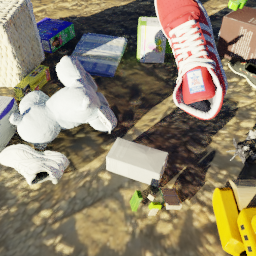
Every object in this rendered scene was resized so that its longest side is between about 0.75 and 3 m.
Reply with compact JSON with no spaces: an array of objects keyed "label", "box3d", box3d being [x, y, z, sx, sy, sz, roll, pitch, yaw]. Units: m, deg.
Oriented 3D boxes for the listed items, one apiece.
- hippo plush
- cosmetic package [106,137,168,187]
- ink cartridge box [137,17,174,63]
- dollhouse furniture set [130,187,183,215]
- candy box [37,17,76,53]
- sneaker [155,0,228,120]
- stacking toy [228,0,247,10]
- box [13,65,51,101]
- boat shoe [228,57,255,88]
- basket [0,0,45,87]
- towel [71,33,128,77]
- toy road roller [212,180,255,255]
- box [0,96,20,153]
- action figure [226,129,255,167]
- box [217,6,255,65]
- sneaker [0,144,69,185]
[{"label":"hippo plush","box3d":[-1.787,-0.283,7.977,2.352,2.330,2.925,-32,44,5]},{"label":"cosmetic package","box3d":[0.245,0.886,7.384,1.481,0.668,0.791,20,48,15]},{"label":"ink cartridge box","box3d":[1.461,-3.447,11.083,2.144,1.585,0.812,3,45,3]},{"label":"dollhouse furniture set","box3d":[0.687,1.796,6.777,1.174,0.453,0.587,7,34,-21]},{"label":"candy box","box3d":[-3.496,-4.144,12.424,1.550,0.706,1.833,18,48,19]},{"label":"sneaker","box3d":[1.324,-1.588,6.031,1.064,2.986,1.680,-20,20,32]},{"label":"stacking toy","box3d":[3.006,-4.650,8.574,2.932,2.211,0.689,-24,59,-26]},{"label":"box","box3d":[-3.375,-1.600,9.950,0.387,0.581,1.544,17,46,14]},{"label":"boat shoe","box3d":[4.543,-2.221,10.575,0.701,0.601,1.917,-16,45,-15]},{"label":"basket","box3d":[-4.759,-3.095,10.002,2.628,2.651,2.132,4,46,4]},{"label":"towel","box3d":[-1.246,-3.070,11.619,2.066,0.335,2.813,9,47,6]},{"label":"toy road roller","box3d":[2.869,1.916,5.320,1.708,2.029,2.780,-1,45,-1]},{"label":"box","box3d":[-4.430,-0.068,8.040,1.984,1.041,1.825,7,44,8]},{"label":"action figure","box3d":[3.527,0.492,7.693,1.531,0.781,0.910,-11,56,-13]},{"label":"box","box3d":[4.925,-3.689,11.294,1.983,1.645,1.629,31,52,28]},{"label":"sneaker","box3d":[-2.540,0.998,7.229,1.856,0.723,0.922,6,48,7]}]
